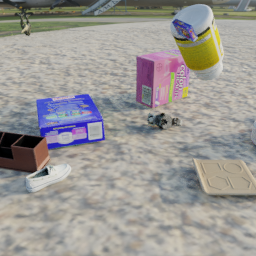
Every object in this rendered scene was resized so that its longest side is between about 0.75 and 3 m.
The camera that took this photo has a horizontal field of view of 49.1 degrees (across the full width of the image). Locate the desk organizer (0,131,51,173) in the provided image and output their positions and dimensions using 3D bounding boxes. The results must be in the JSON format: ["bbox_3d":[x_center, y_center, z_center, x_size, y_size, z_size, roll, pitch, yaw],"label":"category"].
[{"bbox_3d":[-3.894,0.745,9.278,2.403,0.925,0.862,6,29,12],"label":"desk organizer"}]

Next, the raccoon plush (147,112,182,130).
[{"bbox_3d":[1.461,-0.247,11.820,1.415,0.684,0.948,19,-2,-36],"label":"raccoon plush"}]

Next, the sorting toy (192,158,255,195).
[{"bbox_3d":[2.964,1.515,8.548,1.805,0.329,1.671,4,28,-2],"label":"sorting toy"}]

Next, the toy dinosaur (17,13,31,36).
[{"bbox_3d":[-3.995,-4.012,10.882,0.433,0.803,1.823,-6,16,-11],"label":"toy dinosaur"}]

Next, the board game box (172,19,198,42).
[{"bbox_3d":[1.668,-2.876,8.233,0.169,0.507,0.754,-45,46,2],"label":"board game box"}]

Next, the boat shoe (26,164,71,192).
[{"bbox_3d":[-2.368,1.398,8.499,0.557,0.506,1.515,21,34,33],"label":"boat shoe"}]

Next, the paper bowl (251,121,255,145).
[{"bbox_3d":[5.695,0.114,10.382,1.987,1.033,1.987,-1,28,1],"label":"paper bowl"}]

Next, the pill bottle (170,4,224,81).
[{"bbox_3d":[2.786,-3.162,10.842,1.548,2.754,1.548,-17,50,21],"label":"pill bottle"}]

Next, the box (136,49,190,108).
[{"bbox_3d":[1.763,-2.511,13.944,2.611,2.297,1.262,-21,34,-35],"label":"box"}]

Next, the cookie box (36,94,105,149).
[{"bbox_3d":[-2.373,-0.371,11.263,2.337,1.027,2.732,-9,29,-16],"label":"cookie box"}]
